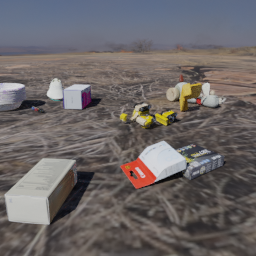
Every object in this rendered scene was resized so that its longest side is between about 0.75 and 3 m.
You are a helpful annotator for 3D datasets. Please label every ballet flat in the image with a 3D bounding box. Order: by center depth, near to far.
[{"bbox_3d":[-3.382,-1.881,13.145,0.844,0.844,2.431,-5,19,-14],"label":"ballet flat"}]

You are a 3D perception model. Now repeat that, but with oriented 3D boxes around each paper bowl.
[{"bbox_3d":[-4.824,-1.191,10.849,1.676,0.872,1.676,0,18,0],"label":"paper bowl"}]

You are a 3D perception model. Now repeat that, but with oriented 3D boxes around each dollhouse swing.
[{"bbox_3d":[2.342,-1.129,10.306,0.766,0.871,0.792,1,54,2],"label":"dollhouse swing"}]

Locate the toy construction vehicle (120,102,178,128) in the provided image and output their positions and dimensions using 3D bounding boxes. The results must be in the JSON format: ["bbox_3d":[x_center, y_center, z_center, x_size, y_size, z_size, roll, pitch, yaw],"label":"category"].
[{"bbox_3d":[0.656,-0.322,8.979,1.273,0.515,1.462,29,35,36],"label":"toy construction vehicle"}]

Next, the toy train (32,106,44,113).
[{"bbox_3d":[-3.421,-0.697,10.565,0.179,0.134,0.783,-30,33,-35],"label":"toy train"}]

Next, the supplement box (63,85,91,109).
[{"bbox_3d":[-2.035,-1.287,11.361,0.766,0.750,1.482,2,18,6],"label":"supplement box"}]

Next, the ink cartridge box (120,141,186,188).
[{"bbox_3d":[0.467,0.688,5.539,1.083,0.256,0.867,-19,28,-16],"label":"ink cartridge box"}]

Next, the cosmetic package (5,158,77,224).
[{"bbox_3d":[-1.382,1.000,4.711,0.700,0.473,1.332,3,18,9],"label":"cosmetic package"}]

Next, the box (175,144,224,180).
[{"bbox_3d":[1.363,0.693,6.006,1.101,0.270,0.887,-13,25,-35],"label":"box"}]

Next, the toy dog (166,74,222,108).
[{"bbox_3d":[2.757,-1.600,11.698,2.346,1.130,1.547,11,21,31],"label":"toy dog"}]
